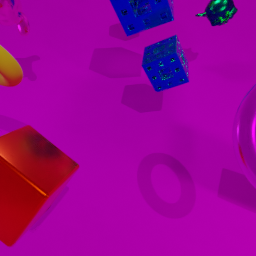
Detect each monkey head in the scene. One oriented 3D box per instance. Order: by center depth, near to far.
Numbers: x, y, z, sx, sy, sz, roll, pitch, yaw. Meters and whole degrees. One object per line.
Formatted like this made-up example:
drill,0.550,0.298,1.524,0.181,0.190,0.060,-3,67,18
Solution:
monkey head,-3.090,-3.388,7.194,1.374,1.910,1.151,-31,37,12
monkey head,2.906,-3.693,8.845,1.415,1.018,0.853,-29,90,21

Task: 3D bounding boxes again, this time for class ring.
ring,2.061,0.072,3.003,1.783,0.357,1.783,-6,77,27
ring,-2.639,-1.283,4.832,1.728,1.728,0.346,21,73,17

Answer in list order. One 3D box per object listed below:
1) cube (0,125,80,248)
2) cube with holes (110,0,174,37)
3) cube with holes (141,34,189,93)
cube,-1.414,0.699,3.669,0.963,0.963,0.963,38,19,1
cube with holes,0.377,-3.583,7.482,1.355,1.355,1.355,-12,47,21
cube with holes,1.006,-1.681,7.376,0.928,0.928,0.928,-16,40,24
